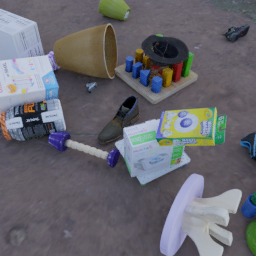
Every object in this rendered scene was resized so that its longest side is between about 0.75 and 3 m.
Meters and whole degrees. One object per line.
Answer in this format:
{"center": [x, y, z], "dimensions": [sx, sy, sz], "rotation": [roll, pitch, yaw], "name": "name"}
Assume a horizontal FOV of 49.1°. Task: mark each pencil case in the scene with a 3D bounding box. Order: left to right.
{"center": [-4.291, -2.918, 13.316], "dimensions": [2.212, 0.928, 0.946], "rotation": [-33, 72, -27], "name": "pencil case"}

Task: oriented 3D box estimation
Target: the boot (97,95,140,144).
{"center": [-0.383, -0.380, 10.843], "dimensions": [0.847, 1.100, 2.269], "rotation": [31, 54, 25], "name": "boot"}

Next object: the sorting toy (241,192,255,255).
{"center": [4.318, 2.442, 8.187], "dimensions": [1.664, 1.136, 2.769], "rotation": [20, 51, 18], "name": "sorting toy"}

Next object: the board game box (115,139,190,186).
{"center": [0.863, 0.924, 10.205], "dimensions": [2.027, 0.262, 2.027], "rotation": [-22, 51, -19], "name": "board game box"}

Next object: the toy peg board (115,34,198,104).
{"center": [1.335, -2.954, 12.981], "dimensions": [2.873, 1.411, 2.885], "rotation": [-31, 55, -26], "name": "toy peg board"}

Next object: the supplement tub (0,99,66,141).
{"center": [-3.550, -0.282, 10.603], "dimensions": [2.169, 1.329, 1.329], "rotation": [-13, 48, -12], "name": "supplement tub"}

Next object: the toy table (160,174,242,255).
{"center": [2.048, 2.535, 7.620], "dimensions": [1.418, 2.226, 2.422], "rotation": [14, 71, 33], "name": "toy table"}

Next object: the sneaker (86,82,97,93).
{"center": [-1.782, -1.851, 12.812], "dimensions": [0.455, 0.295, 0.787], "rotation": [12, 38, 18], "name": "sneaker"}

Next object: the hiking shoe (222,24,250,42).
{"center": [6.211, -5.572, 15.980], "dimensions": [1.763, 0.668, 0.887], "rotation": [-33, 58, -26], "name": "hiking shoe"}

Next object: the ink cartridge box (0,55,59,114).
{"center": [-4.286, -1.583, 11.074], "dimensions": [2.597, 1.626, 1.669], "rotation": [-14, 68, -25], "name": "ink cartridge box"}

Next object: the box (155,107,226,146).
{"center": [1.794, -0.024, 7.961], "dimensions": [1.858, 0.449, 1.090], "rotation": [-2, 50, 25], "name": "box"}

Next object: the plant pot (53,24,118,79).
{"center": [-2.009, -3.526, 13.088], "dimensions": [2.611, 2.433, 2.433], "rotation": [2, 47, 12], "name": "plant pot"}

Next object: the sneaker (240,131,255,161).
{"center": [4.833, 1.036, 9.888], "dimensions": [0.888, 0.793, 2.167], "rotation": [-22, 43, 2], "name": "sneaker"}

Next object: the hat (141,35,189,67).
{"center": [1.588, -3.233, 12.471], "dimensions": [2.138, 0.863, 2.138], "rotation": [5, 50, -6], "name": "hat"}

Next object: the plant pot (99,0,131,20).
{"center": [-0.707, -7.390, 17.299], "dimensions": [1.633, 1.528, 1.528], "rotation": [34, 54, 9], "name": "plant pot"}

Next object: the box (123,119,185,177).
{"center": [0.846, 0.584, 9.224], "dimensions": [1.861, 1.642, 0.900], "rotation": [-13, 49, -13], "name": "box"}

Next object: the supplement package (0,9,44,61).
{"center": [-5.750, -4.298, 13.809], "dimensions": [2.688, 2.093, 1.490], "rotation": [27, 53, 23], "name": "supplement package"}

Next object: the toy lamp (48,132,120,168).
{"center": [-1.640, 0.717, 10.079], "dimensions": [2.620, 0.763, 0.763], "rotation": [15, 49, 15], "name": "toy lamp"}
